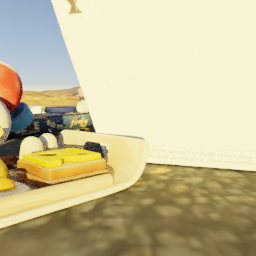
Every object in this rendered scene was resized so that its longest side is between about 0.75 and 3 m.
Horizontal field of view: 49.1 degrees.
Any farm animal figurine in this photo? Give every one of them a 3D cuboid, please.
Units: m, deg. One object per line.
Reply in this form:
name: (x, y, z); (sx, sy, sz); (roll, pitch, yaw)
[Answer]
farm animal figurine: (-0.830, -0.589, 9.004); (1.695, 1.369, 0.852); (-3, 30, -38)

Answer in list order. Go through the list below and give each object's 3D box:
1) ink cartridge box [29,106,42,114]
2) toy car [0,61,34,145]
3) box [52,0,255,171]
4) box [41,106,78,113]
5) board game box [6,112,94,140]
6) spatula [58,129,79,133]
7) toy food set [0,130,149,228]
ink cartridge box: (-4.414, -0.634, 12.382); (1.151, 0.661, 1.584); (-4, 7, -34)
toy car: (-2.348, -0.152, 4.101); (1.604, 1.672, 1.814); (-21, 42, -5)
box: (0.808, -0.966, 3.485); (2.565, 2.578, 1.685); (3, 40, 20)
box: (-1.854, -0.582, 11.774); (2.191, 0.669, 2.766); (3, 7, 33)
board game box: (-2.480, -0.139, 7.701); (1.742, 0.445, 2.571); (4, 9, 40)
spatula: (-1.738, 0.083, 7.955); (0.765, 0.088, 1.101); (-1, 7, -16)
toy food set: (-1.197, 0.241, 2.735); (2.417, 0.730, 1.734); (-5, 8, -45)
